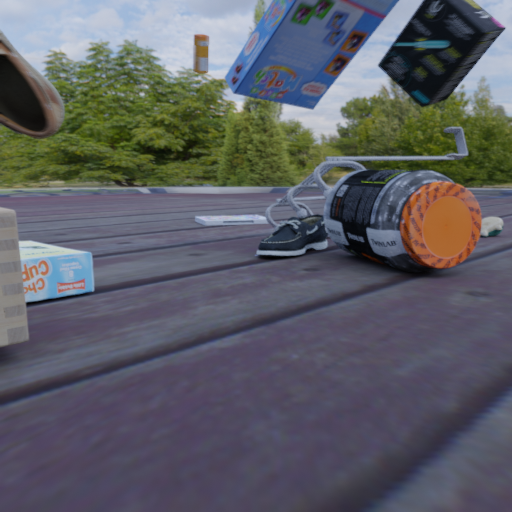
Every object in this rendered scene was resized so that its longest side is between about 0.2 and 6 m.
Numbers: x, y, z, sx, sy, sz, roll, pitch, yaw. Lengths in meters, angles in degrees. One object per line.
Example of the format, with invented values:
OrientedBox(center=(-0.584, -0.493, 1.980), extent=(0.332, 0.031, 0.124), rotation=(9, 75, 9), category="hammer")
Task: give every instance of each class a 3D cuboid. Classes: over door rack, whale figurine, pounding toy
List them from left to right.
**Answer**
OrientedBox(center=(-3.107, 0.205, 4.169), extent=(2.074, 1.080, 2.360), rotation=(-9, 11, -35), category="pounding toy")
OrientedBox(center=(2.111, -1.228, 10.606), extent=(3.307, 1.101, 2.443), rotation=(-17, -6, -24), category="over door rack")
OrientedBox(center=(4.885, -0.531, 11.769), extent=(0.572, 0.373, 0.719), rotation=(10, 38, 46), category="whale figurine")

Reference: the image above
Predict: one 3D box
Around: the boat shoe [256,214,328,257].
OrientedBox(center=(0.617, -0.360, 9.449), extent=(0.761, 0.607, 2.014), rotation=(4, 10, 26), category="boat shoe")

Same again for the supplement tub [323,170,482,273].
OrientedBox(center=(2.032, -0.540, 8.070), extent=(1.397, 1.397, 2.280), rotation=(-3, 10, -17), category="supplement tub")

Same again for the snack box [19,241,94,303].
OrientedBox(center=(-3.300, 0.243, 5.789), extent=(2.720, 0.505, 1.580), rotation=(-8, 12, -44), category="snack box")

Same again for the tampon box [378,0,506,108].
OrientedBox(center=(2.483, -2.818, 7.566), extent=(0.779, 0.925, 1.235), rotation=(-28, -19, -44), category="tampon box")

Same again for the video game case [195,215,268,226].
OrientedBox(center=(-0.642, -0.949, 14.867), extent=(1.744, 0.157, 1.249), rotation=(-3, 9, -18), category="video game case")

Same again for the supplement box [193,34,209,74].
OrientedBox(center=(-1.221, -4.468, 12.398), extent=(0.276, 0.802, 0.267), rotation=(-10, 31, -30), category="supplement box")

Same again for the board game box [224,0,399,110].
OrientedBox(center=(1.003, -3.813, 9.613), extent=(2.095, 0.507, 2.770), rotation=(-3, -35, -43), category="board game box")

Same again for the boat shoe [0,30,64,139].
OrientedBox(center=(-4.074, -2.893, 8.051), extent=(3.128, 1.184, 1.123), rotation=(39, 7, -30), category="boat shoe")
